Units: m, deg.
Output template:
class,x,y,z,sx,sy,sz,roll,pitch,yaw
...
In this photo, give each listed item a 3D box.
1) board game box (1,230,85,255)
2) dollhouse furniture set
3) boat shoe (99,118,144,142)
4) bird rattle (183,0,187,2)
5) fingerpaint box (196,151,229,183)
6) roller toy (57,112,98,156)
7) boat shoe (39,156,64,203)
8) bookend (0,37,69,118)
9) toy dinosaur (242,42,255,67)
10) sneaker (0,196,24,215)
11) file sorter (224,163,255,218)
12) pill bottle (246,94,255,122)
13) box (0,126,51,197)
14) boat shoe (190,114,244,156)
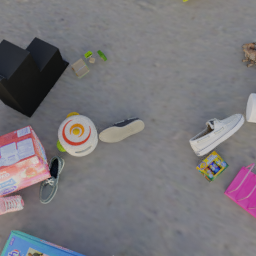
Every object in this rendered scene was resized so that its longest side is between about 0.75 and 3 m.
class,x,y,z,sx,sy,sz,roll,pitch,yaw
board game box,-2.538,4.654,8.328,2.956,0.665,2.248,18,70,7
dollhouse furniture set,-1.553,-2.597,11.305,1.373,0.530,0.686,-35,80,8
boat shoe,-0.252,0.045,10.254,1.695,0.616,0.532,-18,28,-1
bird rattle,3.161,-7.142,12.388,2.985,1.682,2.434,-36,57,-15
fingerpaint box,2.943,1.350,9.763,0.856,0.314,0.714,-38,74,-13
roller toy,-1.729,0.249,9.807,1.308,1.002,1.434,20,71,7
boat shoe,-2.650,1.717,9.519,0.598,0.507,1.641,15,70,6
bookend,-3.572,-2.223,9.802,1.275,2.767,2.750,27,73,10
toy dinosaur,5.096,-2.953,11.277,0.897,0.568,1.324,-36,79,-19
sneaker,-3.716,2.394,8.845,0.721,1.379,0.519,-9,80,-12
file sorter,4.330,2.139,9.049,1.746,1.095,1.214,38,74,13
pill bottle,5.491,-0.603,9.889,2.280,1.365,1.365,6,69,12
box,-4.134,1.275,9.048,2.796,1.323,1.435,-22,50,-8
boat shoe,3.119,0.045,9.931,2.222,0.788,0.776,-36,99,-7
